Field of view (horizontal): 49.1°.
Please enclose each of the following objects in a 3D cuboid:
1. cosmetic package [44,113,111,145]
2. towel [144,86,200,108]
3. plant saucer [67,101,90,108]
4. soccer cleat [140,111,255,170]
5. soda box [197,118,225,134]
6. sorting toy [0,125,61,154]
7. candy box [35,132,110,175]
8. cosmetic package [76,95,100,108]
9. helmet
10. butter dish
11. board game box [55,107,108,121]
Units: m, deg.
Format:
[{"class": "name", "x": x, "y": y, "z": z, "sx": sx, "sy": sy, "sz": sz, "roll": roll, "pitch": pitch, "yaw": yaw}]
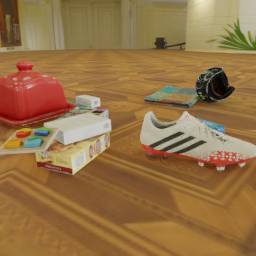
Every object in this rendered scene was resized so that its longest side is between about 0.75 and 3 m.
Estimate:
[{"class": "cosmetic package", "x": -1.279, "y": -0.022, "z": 7.149, "sx": 1.368, "sy": 0.353, "sz": 1.031, "roll": -17, "pitch": 26, "yaw": -37}, {"class": "towel", "x": 2.241, "y": -1.499, "z": 12.938, "sx": 2.129, "sy": 0.315, "sz": 2.903, "roll": 9, "pitch": 21, "yaw": 26}, {"class": "plant saucer", "x": -2.317, "y": -0.900, "z": 11.475, "sx": 1.725, "sy": 0.164, "sz": 0.603, "roll": 16, "pitch": 25, "yaw": 37}, {"class": "soccer cleat", "x": 1.650, "y": 0.218, "z": 6.722, "sx": 2.798, "sy": 1.192, "sz": 0.960, "roll": 6, "pitch": 20, "yaw": 18}, {"class": "soda box", "x": 2.440, "y": -0.005, "z": 8.646, "sx": 0.356, "sy": 0.337, "sz": 1.049, "roll": -13, "pitch": 23, "yaw": -32}, {"class": "sorting toy", "x": -2.123, "y": 0.226, "z": 6.001, "sx": 1.176, "sy": 0.214, "sz": 1.088, "roll": -8, "pitch": 24, "yaw": 7}, {"class": "candy box", "x": -1.304, "y": 0.489, "z": 7.000, "sx": 1.022, "sy": 0.490, "sz": 1.771, "roll": 9, "pitch": 21, "yaw": 23}, {"class": "cosmetic package", "x": -1.690, "y": -1.122, "z": 11.779, "sx": 1.008, "sy": 0.359, "sz": 0.511, "roll": 17, "pitch": 26, "yaw": 40}, {"class": "helmet", "x": 3.708, "y": -1.866, "z": 12.141, "sx": 1.590, "sy": 1.590, "sz": 1.516, "roll": -2, "pitch": 14, "yaw": -6}, {"class": "butter dish", "x": -3.618, "y": -1.398, "z": 10.090, "sx": 2.703, "sy": 2.003, "sz": 2.710, "roll": 16, "pitch": 25, "yaw": 37}, {"class": "board game box", "x": -1.431, "y": -0.223, "z": 9.033, "sx": 1.166, "sy": 0.508, "sz": 1.580, "roll": 4, "pitch": 20, "yaw": 14}]
